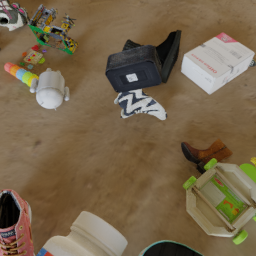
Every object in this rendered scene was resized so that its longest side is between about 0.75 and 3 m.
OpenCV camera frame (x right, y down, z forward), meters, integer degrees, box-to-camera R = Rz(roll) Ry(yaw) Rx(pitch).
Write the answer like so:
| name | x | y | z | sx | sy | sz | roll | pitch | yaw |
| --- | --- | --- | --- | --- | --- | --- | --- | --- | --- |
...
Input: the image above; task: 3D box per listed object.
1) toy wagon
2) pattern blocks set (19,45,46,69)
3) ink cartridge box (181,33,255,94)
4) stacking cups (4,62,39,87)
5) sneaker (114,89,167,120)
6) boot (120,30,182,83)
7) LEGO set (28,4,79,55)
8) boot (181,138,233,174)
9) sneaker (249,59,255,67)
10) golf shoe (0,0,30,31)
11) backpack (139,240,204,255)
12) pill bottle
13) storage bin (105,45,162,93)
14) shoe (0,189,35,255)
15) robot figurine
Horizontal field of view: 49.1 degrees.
| name | x | y | z | sx | sy | sz | roll | pitch | yaw |
| --- | --- | --- | --- | --- | --- | --- | --- | --- | --- |
| toy wagon | 2.619 | 1.643 | 7.146 | 2.358 | 0.467 | 1.830 | -35 | 71 | -21 |
| pattern blocks set | -3.486 | -2.611 | 10.351 | 0.948 | 0.087 | 1.079 | 31 | 61 | 19 |
| ink cartridge box | 3.045 | -2.269 | 9.667 | 1.992 | 0.825 | 1.459 | -33 | 62 | -20 |
| stacking cups | -3.605 | -1.779 | 9.619 | 1.615 | 0.489 | 0.489 | 27 | 60 | 22 |
| sneaker | 0.306 | -0.553 | 8.410 | 1.646 | 0.657 | 1.071 | 40 | 95 | -20 |
| boot | 0.822 | -2.762 | 9.942 | 1.835 | 0.923 | 2.454 | 18 | 58 | 12 |
| LEGO set | -2.574 | -3.650 | 10.236 | 1.923 | 1.479 | 1.114 | 20 | 74 | 21 |
| boot | 2.238 | 0.594 | 7.994 | 1.172 | 0.401 | 1.104 | -31 | 61 | -20 |
| sneaker | 4.357 | -2.548 | 10.208 | 0.360 | 0.313 | 0.813 | -33 | 65 | -33 |
| golf shoe | -5.100 | -4.783 | 11.374 | 2.335 | 0.901 | 1.028 | 33 | 69 | 21 |
| backpack | 0.761 | 3.322 | 5.408 | 1.820 | 1.587 | 2.071 | 20 | 68 | 11 |
| pill bottle | -1.311 | 3.213 | 5.442 | 1.670 | 1.670 | 2.976 | 26 | 60 | 17 |
| storage bin | 0.146 | -1.386 | 6.696 | 1.207 | 0.816 | 0.566 | -10 | 52 | 19 |
| shoe | -2.569 | 2.583 | 6.220 | 0.852 | 1.084 | 2.384 | -12 | 57 | -8 |
| robot figurine | -2.471 | -1.225 | 8.965 | 1.237 | 0.824 | 1.459 | 11 | 54 | -20 |
